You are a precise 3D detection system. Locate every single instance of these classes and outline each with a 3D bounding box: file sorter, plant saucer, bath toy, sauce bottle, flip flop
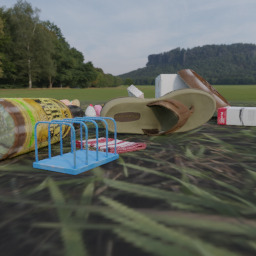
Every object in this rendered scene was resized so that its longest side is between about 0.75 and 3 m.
[{"bbox_3d":[-0.713,0.194,4.055,0.740,0.654,1.066,4,8,28],"label":"file sorter"},{"bbox_3d":[3.277,-1.533,11.633,2.895,0.464,2.895,34,23,-17],"label":"plant saucer"},{"bbox_3d":[-1.222,-0.785,12.461,0.709,0.603,1.631,6,10,43],"label":"bath toy"},{"bbox_3d":[-1.669,-0.124,5.393,0.969,0.969,2.994,2,8,13],"label":"sauce bottle"},{"bbox_3d":[0.793,-0.293,6.707,2.911,1.180,0.838,-3,24,-15],"label":"flip flop"}]

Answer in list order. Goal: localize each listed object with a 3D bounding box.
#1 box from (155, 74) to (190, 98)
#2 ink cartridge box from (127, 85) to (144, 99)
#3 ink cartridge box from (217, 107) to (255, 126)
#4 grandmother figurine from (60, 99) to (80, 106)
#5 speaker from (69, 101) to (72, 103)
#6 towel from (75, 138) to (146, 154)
[{"bbox_3d":[1.960,-1.438,12.668,1.271,1.820,2.390,0,7,0],"label":"box"},{"bbox_3d":[0.426,-0.679,8.624,0.243,1.088,0.958,-39,60,-13],"label":"ink cartridge box"},{"bbox_3d":[3.790,-0.393,9.246,1.365,0.569,0.991,5,9,36],"label":"ink cartridge box"},{"bbox_3d":[-3.360,-0.799,11.655,1.661,0.830,2.739,-29,-11,31],"label":"grandmother figurine"},{"bbox_3d":[-3.286,-0.957,13.432,1.651,0.730,0.730,1,7,9],"label":"speaker"},{"bbox_3d":[-0.395,0.305,5.298,0.886,0.140,1.230,-6,9,-44],"label":"towel"}]
